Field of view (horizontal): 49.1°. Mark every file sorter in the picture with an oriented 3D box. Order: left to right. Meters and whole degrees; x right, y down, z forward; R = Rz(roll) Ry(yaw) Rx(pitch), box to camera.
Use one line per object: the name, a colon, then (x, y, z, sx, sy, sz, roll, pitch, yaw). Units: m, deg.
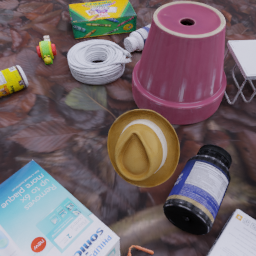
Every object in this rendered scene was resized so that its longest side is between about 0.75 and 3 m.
file sorter: (4.257, -1.727, 8.820, 2.283, 1.422, 1.584, -4, 54, -7)

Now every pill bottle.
pill bottle: (-4.048, -1.447, 9.088, 1.406, 0.768, 0.768, -27, 54, -21)
pill bottle: (0.523, -3.429, 10.821, 1.342, 0.745, 0.745, -33, 57, -24)
pill bottle: (1.697, 1.337, 6.470, 1.097, 1.097, 1.961, 24, 53, 19)

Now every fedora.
fedora: (0.196, 0.448, 5.143, 1.558, 1.558, 0.635, 17, 18, 14)

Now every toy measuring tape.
toy measuring tape: (-3.102, -3.161, 10.626, 0.744, 0.744, 2.022, -10, 50, -8)

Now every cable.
cable: (-1.095, -2.380, 9.949, 2.042, 0.707, 2.042, -26, 53, -19)

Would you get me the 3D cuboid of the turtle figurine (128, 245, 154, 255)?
turtle figurine: (0.490, 3.177, 5.191, 1.908, 0.614, 1.539, 30, 56, 24)

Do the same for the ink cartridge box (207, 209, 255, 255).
ink cartridge box: (2.562, 3.046, 5.381, 2.197, 0.481, 2.218, 32, 54, 25)

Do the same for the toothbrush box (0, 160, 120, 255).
toothbrush box: (-1.765, 2.266, 5.631, 2.693, 1.148, 1.971, 35, 58, 25)

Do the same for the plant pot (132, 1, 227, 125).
plant pot: (1.617, -2.043, 8.358, 2.983, 2.670, 2.983, 0, 49, 0)

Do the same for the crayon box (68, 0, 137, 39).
crayon box: (-1.089, -4.651, 11.849, 2.630, 0.766, 1.562, -10, 50, -9)
